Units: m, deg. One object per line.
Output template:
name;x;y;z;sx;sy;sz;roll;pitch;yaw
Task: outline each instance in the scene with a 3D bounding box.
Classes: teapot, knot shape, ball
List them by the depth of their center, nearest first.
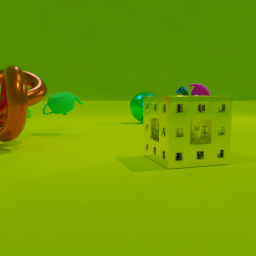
knot shape;-2.396;-0.344;5.024;1.829;0.903;1.954;-37;29;2
teapot;-1.543;-0.564;6.711;1.064;0.521;0.662;-24;24;-29
ball;0.573;-0.721;9.596;1.050;1.050;1.050;0;6;0
teapot;2.499;-1.206;9.885;0.542;1.106;0.688;-40;23;-8

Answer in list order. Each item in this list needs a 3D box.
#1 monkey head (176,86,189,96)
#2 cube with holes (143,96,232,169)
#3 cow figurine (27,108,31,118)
monkey head;1.802;-0.779;9.416;1.567;1.128;0.944;-36;11;-30
cube with holes;0.770;0.003;3.842;0.874;0.874;0.874;-2;6;-17
cow figurine;-4.089;-0.798;9.916;1.178;1.197;0.657;-8;44;-20
